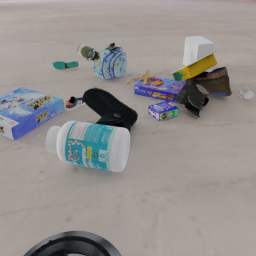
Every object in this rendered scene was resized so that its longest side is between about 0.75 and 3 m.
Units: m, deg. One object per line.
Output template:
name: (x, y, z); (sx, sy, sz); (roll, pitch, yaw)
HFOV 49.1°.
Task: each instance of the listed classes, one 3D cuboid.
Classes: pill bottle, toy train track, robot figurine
pill bottle: (-1.268, 0.532, 8.887); (2.500, 1.385, 1.385); (8, 33, 12)
toy train track: (0.643, -2.351, 13.739); (1.627, 0.265, 0.933); (-7, 52, 33)
robot figurine: (5.584, -1.646, 13.153); (0.669, 0.446, 0.789); (-36, 29, 17)

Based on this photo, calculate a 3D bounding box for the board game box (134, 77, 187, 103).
board game box: (1.587, -1.919, 13.539); (2.176, 0.487, 1.463); (15, 36, 22)

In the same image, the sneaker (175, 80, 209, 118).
sneaker: (2.983, -1.342, 12.456); (1.326, 0.764, 2.543); (26, 34, 17)

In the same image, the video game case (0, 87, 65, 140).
video game case: (-4.498, -0.739, 11.576); (2.497, 0.626, 2.755); (18, 37, 25)

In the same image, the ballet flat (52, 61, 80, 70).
ballet flat: (-3.602, -3.619, 16.326); (1.555, 0.558, 0.558); (-3, 33, -9)

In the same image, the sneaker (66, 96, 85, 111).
sneaker: (-2.289, -1.226, 12.445); (0.451, 0.509, 1.204); (17, 36, 25)

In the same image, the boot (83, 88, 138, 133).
boot: (-0.856, -0.493, 10.295); (2.425, 0.926, 2.038); (29, 27, 1)

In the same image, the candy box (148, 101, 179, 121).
candy box: (1.496, -0.735, 11.786); (1.012, 0.390, 0.856); (-17, 35, -23)

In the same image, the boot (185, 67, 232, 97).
boot: (3.819, -2.034, 13.514); (1.002, 1.300, 2.683); (-30, 13, -21)

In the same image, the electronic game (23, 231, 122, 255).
electronic game: (-1.189, 3.203, 5.465); (2.526, 0.526, 2.526); (-1, 40, 1)

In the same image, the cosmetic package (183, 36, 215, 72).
cosmetic package: (4.005, -4.241, 16.087); (1.019, 1.658, 1.653); (-8, 33, -13)

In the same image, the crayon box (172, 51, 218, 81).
crayon box: (3.268, -2.920, 13.652); (1.486, 0.610, 2.363); (-28, 6, -8)

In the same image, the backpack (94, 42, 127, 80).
backpack: (-0.916, -3.401, 14.851); (1.281, 1.595, 1.743); (27, 49, 29)

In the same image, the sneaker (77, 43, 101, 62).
sneaker: (-0.880, -1.817, 7.090); (0.464, 0.346, 1.033); (32, 10, 11)
